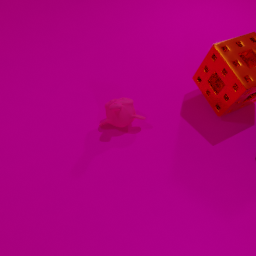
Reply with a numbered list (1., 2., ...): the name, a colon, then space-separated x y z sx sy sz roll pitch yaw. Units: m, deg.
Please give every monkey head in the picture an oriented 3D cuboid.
1. monkey head: -0.214 -0.361 7.202 1.262 0.761 0.908 -8 12 9

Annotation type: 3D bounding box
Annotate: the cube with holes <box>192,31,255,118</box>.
1. cube with holes: 2.862 -1.385 7.400 1.399 1.399 1.399 -21 70 -19
